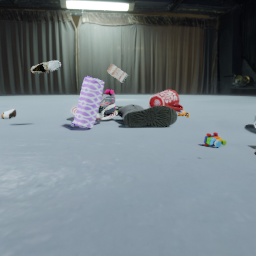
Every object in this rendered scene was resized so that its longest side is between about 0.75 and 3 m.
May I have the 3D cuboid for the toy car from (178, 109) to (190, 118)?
[{"bbox_3d":[3.154,-0.798,15.186,0.540,0.366,1.101,-4,9,-24],"label":"toy car"}]

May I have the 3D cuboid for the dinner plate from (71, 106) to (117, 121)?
[{"bbox_3d":[-1.688,-0.730,13.975,2.303,0.279,2.303,4,22,-2],"label":"dinner plate"}]

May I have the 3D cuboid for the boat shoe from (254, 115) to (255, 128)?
[{"bbox_3d":[5.368,-0.194,10.787,0.845,0.996,2.736,-44,-4,26],"label":"boat shoe"}]

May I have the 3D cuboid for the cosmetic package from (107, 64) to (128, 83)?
[{"bbox_3d":[-0.444,-2.309,11.820,0.794,0.410,0.346,35,4,6],"label":"cosmetic package"}]

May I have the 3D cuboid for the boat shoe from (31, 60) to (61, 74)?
[{"bbox_3d":[-3.152,-2.317,10.796,1.147,0.429,0.392,-18,16,-4],"label":"boat shoe"}]

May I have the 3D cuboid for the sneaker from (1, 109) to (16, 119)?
[{"bbox_3d":[-6.216,-0.749,14.578,0.522,0.449,1.234,2,10,-1],"label":"sneaker"}]

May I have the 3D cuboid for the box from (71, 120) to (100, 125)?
[{"bbox_3d":[-1.848,-0.254,12.312,1.035,0.187,0.740,5,10,24],"label":"box"}]

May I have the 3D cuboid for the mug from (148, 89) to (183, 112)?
[{"bbox_3d":[2.436,-1.679,17.752,1.838,1.382,2.071,4,13,32],"label":"mug"}]

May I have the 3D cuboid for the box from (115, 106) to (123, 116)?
[{"bbox_3d":[-1.300,-1.002,16.113,2.021,0.480,1.952,6,10,35],"label":"box"}]

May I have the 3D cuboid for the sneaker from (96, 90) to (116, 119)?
[{"bbox_3d":[-1.496,-1.121,13.359,1.126,1.042,2.792,10,21,20],"label":"sneaker"}]

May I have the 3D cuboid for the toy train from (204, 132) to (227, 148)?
[{"bbox_3d":[2.637,0.358,8.061,0.838,0.355,0.485,-6,21,-33],"label":"toy train"}]

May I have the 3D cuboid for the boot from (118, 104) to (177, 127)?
[{"bbox_3d":[0.757,-0.595,12.532,2.407,0.961,2.647,0,4,-3],"label":"boot"}]

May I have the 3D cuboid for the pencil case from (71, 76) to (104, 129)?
[{"bbox_3d":[-1.542,-0.961,10.900,0.864,2.059,0.880,15,3,-30],"label":"pencil case"}]
